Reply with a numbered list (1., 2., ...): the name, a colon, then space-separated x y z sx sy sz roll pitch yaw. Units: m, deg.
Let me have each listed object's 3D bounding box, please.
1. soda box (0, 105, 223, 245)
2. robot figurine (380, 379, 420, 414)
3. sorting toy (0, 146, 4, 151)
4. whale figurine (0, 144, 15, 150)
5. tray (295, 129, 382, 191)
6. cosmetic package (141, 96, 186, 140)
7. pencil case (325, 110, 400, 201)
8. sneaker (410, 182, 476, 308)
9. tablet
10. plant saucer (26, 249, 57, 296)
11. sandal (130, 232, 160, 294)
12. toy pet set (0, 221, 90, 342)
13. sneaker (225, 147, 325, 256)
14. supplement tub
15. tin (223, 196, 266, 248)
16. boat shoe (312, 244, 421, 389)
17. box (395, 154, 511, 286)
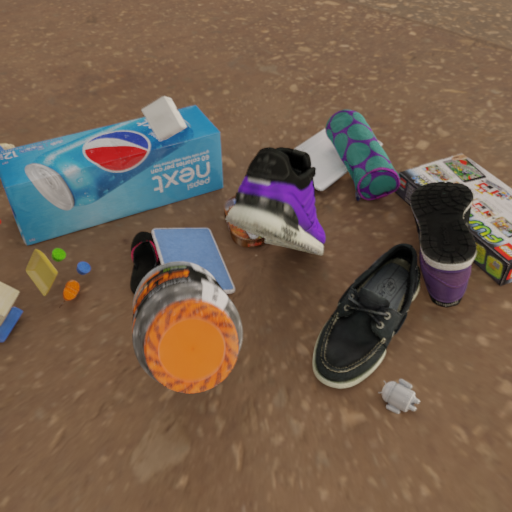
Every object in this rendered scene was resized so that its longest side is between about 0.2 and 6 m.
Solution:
1. soda box: -2.931 -1.763 11.686 4.327 1.468 1.388 -20 46 -21
2. robot figurine: 2.133 2.096 8.359 0.591 0.334 0.501 25 82 24
3. sorting toy: -6.504 -1.839 12.266 2.102 0.286 1.183 -28 67 -8
4. whale figurine: -6.014 -2.430 13.274 0.689 0.450 0.866 -7 19 -1
5. tray: 1.721 -2.313 13.106 1.374 0.284 2.558 34 53 25
6. cosmetic package: -1.513 -2.264 9.236 0.457 0.554 0.457 -27 8 11
7. pencil case: 2.303 -2.234 12.398 0.978 1.062 2.297 -17 50 0
8. sneaker: 3.363 -0.263 10.282 1.116 1.291 2.948 3 37 17
9. tablet: -1.210 0.080 10.537 1.213 0.127 1.865 -2 42 -23
10. plant saucer: -3.543 0.267 9.332 0.602 0.602 0.146 49 37 14
11. sandal: -2.085 0.046 10.551 0.614 0.369 1.635 -4 43 -4
12. toy pet set: -4.225 0.595 9.679 1.949 1.035 1.820 31 42 -16
13. sneaker: 0.631 -0.972 9.579 1.119 3.217 1.600 13 87 20
14. supplement tub: -0.984 0.924 7.689 1.416 1.416 2.311 -10 10 -11
15. tin: -0.176 -0.720 11.453 0.834 0.312 1.489 -12 44 -7
16. boat shoe: 1.919 0.836 9.218 1.142 1.013 3.056 30 50 28
17. box: 4.541 -0.880 11.400 1.792 0.565 3.256 -18 46 -18
